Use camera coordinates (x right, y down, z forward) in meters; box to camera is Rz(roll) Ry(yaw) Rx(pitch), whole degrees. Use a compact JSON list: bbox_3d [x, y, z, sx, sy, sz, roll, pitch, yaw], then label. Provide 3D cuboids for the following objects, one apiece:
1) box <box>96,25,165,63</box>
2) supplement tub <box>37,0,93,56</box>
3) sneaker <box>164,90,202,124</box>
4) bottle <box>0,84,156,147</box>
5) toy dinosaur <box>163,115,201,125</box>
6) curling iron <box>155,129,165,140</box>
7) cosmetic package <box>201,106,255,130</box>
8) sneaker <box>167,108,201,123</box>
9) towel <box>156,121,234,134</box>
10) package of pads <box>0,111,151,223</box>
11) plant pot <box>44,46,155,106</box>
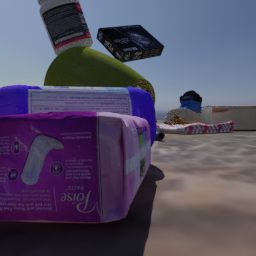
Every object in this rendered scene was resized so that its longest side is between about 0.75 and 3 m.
[{"bbox_3d":[0.091,-3.141,10.293,1.995,0.434,1.598,-19,57,-34],"label":"box"},{"bbox_3d":[-1.888,-3.157,8.424,1.236,1.761,1.236,-18,12,4],"label":"supplement tub"},{"bbox_3d":[2.542,-0.927,12.663,1.091,1.582,2.843,2,3,41],"label":"sneaker"},{"bbox_3d":[-0.638,-0.023,1.977,1.611,0.526,0.673,-1,-8,-17],"label":"bottle"},{"bbox_3d":[1.761,-0.126,8.852,1.378,0.416,0.732,-7,25,-9],"label":"toy dinosaur"},{"bbox_3d":[0.289,0.015,4.969,0.498,0.257,2.010,0,2,-9],"label":"curling iron"},{"bbox_3d":[3.091,-0.291,7.844,1.861,0.662,0.979,0,2,-4],"label":"cosmetic package"},{"bbox_3d":[2.212,-0.324,10.004,1.842,0.651,0.914,5,0,-5],"label":"sneaker"},{"bbox_3d":[1.429,-0.031,6.419,1.682,0.252,1.231,-1,2,-34],"label":"towel"},{"bbox_3d":[-0.200,0.105,1.227,0.548,0.344,0.909,-2,2,9],"label":"package of pads"},{"bbox_3d":[-0.574,-0.860,7.268,2.290,2.290,2.447,-2,17,-44],"label":"plant pot"}]
